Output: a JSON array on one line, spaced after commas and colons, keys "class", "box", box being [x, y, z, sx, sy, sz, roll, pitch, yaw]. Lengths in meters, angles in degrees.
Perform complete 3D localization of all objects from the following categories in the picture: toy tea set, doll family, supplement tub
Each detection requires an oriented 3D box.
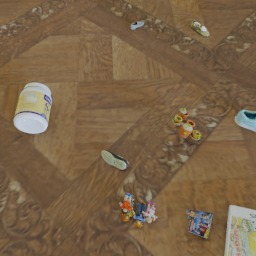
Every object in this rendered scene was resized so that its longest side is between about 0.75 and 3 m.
[{"class": "toy tea set", "box": [2.136, -0.226, 10.182, 0.875, 0.545, 1.472, 2, 45, -24]}, {"class": "doll family", "box": [0.258, 2.675, 8.864, 1.287, 0.580, 0.799, 21, 51, -7]}, {"class": "supplement tub", "box": [-3.542, -0.756, 10.565, 1.202, 1.202, 1.653, 0, 58, 0]}]

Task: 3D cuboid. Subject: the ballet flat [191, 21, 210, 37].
[{"class": "ballet flat", "box": [3.529, -4.878, 13.670, 0.398, 0.398, 1.125, -35, 64, -20]}]

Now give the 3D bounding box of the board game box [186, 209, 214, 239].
[{"class": "board game box", "box": [2.176, 2.932, 8.786, 0.821, 0.253, 0.822, 19, 60, 13]}]

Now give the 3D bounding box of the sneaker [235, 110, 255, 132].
[{"class": "sneaker", "box": [4.988, -0.232, 10.511, 1.773, 0.726, 0.655, 14, 60, 9]}]

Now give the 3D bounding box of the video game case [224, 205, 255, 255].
[{"class": "video game case", "box": [3.933, 3.647, 7.989, 2.212, 0.278, 2.431, 9, 67, 13]}]

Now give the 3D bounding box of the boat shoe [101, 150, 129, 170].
[{"class": "boat shoe", "box": [-0.466, 1.109, 9.941, 1.103, 0.396, 0.373, 27, 25, 23]}]

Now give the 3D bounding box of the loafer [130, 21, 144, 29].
[{"class": "loafer", "box": [0.467, -5.159, 13.899, 0.795, 0.277, 0.278, -32, 63, -19]}]
